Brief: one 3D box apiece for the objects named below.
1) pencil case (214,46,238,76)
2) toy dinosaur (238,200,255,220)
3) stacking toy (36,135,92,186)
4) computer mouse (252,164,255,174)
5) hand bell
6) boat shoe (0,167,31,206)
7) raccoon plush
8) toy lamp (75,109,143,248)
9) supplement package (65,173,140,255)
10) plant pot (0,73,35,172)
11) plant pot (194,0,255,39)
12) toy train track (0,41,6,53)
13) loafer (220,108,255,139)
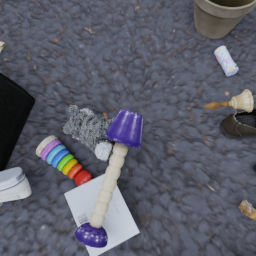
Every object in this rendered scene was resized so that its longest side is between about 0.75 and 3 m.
[{"bbox_3d":[3.297,-2.252,9.411,0.430,0.469,1.034,-18,67,-6],"label":"pencil case"},{"bbox_3d":[4.161,2.667,7.314,2.646,0.799,1.405,41,96,16],"label":"toy dinosaur"},{"bbox_3d":[-1.753,1.029,7.948,1.757,0.750,0.750,41,73,10],"label":"stacking toy"},{"bbox_3d":[4.006,1.177,8.121,0.874,0.201,0.613,-35,75,-20],"label":"computer mouse"},{"bbox_3d":[2.243,-0.546,6.381,1.015,0.528,0.528,-9,67,1],"label":"hand bell"},{"bbox_3d":[-3.722,1.778,7.451,2.532,0.884,0.898,-16,22,12],"label":"boat shoe"},{"bbox_3d":[-1.012,-0.008,7.112,1.603,2.392,1.157,22,86,1],"label":"raccoon plush"},{"bbox_3d":[-0.371,1.029,6.069,0.850,0.850,2.922,19,89,8],"label":"toy lamp"},{"bbox_3d":[-0.669,2.225,7.232,1.301,0.926,1.670,-25,71,-10],"label":"supplement package"},{"bbox_3d":[-4.697,-0.501,7.545,2.882,2.557,2.875,14,68,5],"label":"plant pot"},{"bbox_3d":[3.083,-4.102,9.425,2.165,1.879,2.165,0,66,0],"label":"plant pot"},{"bbox_3d":[-4.741,-2.299,9.534,1.006,0.285,1.753,19,68,8],"label":"toy train track"},{"bbox_3d":[4.104,-0.189,8.285,2.569,0.916,0.938,-10,67,-4],"label":"loafer"}]
